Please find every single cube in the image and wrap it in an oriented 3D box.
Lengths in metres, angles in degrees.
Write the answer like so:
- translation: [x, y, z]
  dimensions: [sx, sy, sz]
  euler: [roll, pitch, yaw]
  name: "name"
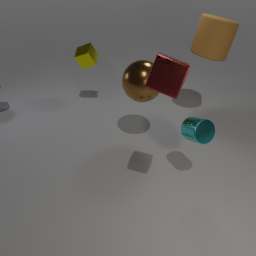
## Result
- translation: [-1.751, -3.046, 11.867]
  dimensions: [0.700, 0.700, 0.700]
  euler: [-12, 50, 22]
  name: "cube"
- translation: [0.825, -1.109, 5.842]
  dimensions: [0.700, 0.700, 0.700]
  euler: [22, 20, 2]
  name: "cube"

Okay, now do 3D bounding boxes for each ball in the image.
- translation: [0.489, -1.567, 9.414]
  dimensions: [1.400, 1.400, 1.400]
  euler: [0, 33, 0]
  name: "ball"

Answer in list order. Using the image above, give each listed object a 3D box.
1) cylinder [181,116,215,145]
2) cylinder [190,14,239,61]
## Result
- translation: [1.971, 0.059, 7.923]
  dimensions: [0.700, 0.700, 0.700]
  euler: [-13, 14, -19]
  name: "cylinder"
- translation: [3.238, -3.408, 10.545]
  dimensions: [1.400, 1.400, 1.400]
  euler: [11, 28, -6]
  name: "cylinder"
